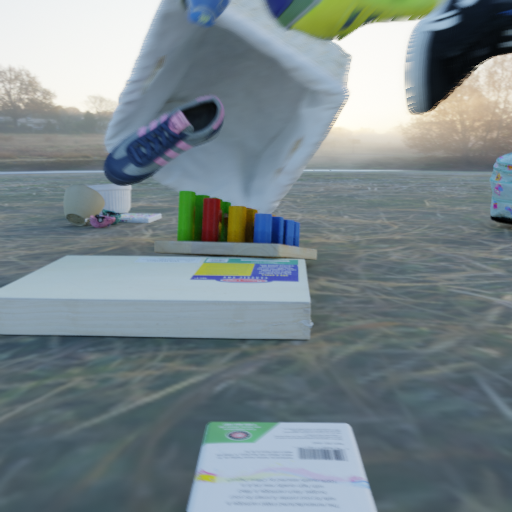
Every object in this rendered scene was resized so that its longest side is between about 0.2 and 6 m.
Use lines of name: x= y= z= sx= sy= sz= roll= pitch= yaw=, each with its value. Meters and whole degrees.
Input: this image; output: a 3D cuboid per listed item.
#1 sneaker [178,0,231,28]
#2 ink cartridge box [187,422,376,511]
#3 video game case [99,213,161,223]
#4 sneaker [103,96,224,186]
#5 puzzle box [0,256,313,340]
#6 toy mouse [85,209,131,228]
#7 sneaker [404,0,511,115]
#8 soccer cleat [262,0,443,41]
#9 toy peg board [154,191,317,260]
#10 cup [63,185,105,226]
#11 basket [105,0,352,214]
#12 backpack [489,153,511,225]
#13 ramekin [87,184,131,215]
sneaker: x=-0.769 y=-3.632 z=7.262 sx=0.846 sy=0.860 sz=2.233 roll=15 pitch=29 yaw=-21
ink cartridge box: x=0.104 y=1.148 z=2.410 sx=0.744 sy=0.432 sz=1.028 roll=0 pitch=11 yaw=1
video game case: x=-3.284 y=-0.971 z=14.289 sx=1.474 sy=0.133 sz=1.055 roll=1 pitch=11 yaw=8
sneaker: x=-1.425 y=-1.875 z=8.701 sx=2.151 sy=0.755 sz=0.882 roll=-37 pitch=-1 yaw=-19
puzzle box: x=-0.999 y=0.404 z=6.352 sx=3.214 sy=0.409 sz=2.138 roll=1 pitch=10 yaw=4
toy mouse: x=-3.592 y=-0.860 z=13.212 sx=1.294 sy=0.282 sz=1.456 roll=9 pitch=14 yaw=-9
sneaker: x=3.188 y=-3.076 z=8.071 sx=1.597 sy=1.043 sz=2.855 roll=6 pitch=49 yaw=28
soccer cleat: x=1.045 y=-2.807 z=6.192 sx=2.341 sy=0.757 sz=0.979 roll=25 pitch=-18 yaw=39
toy peg board: x=-0.225 y=-0.435 z=8.307 sx=1.856 sy=0.911 sz=1.863 roll=2 pitch=-1 yaw=22
cup: x=-4.140 y=-1.112 z=13.206 sx=0.955 sy=0.683 sz=0.955 roll=8 pitch=-33 yaw=5
basket: x=-0.413 y=-2.778 z=9.920 sx=3.205 sy=3.176 sz=2.577 roll=30 pitch=36 yaw=-8
backpack: x=6.651 y=-1.439 z=12.333 sx=2.368 sy=1.796 sz=2.838 roll=-11 pitch=14 yaw=-39
ramekin: x=-4.026 y=-1.478 z=14.906 sx=1.444 sy=0.758 sz=1.444 roll=-6 pitch=5 yaw=0
